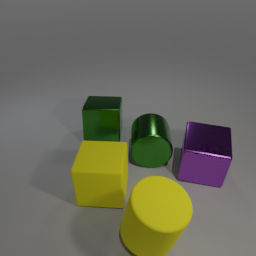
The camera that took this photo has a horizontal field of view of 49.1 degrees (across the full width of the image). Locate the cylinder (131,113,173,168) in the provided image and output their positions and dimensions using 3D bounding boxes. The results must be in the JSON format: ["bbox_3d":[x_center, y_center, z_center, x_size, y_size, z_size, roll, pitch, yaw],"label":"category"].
[{"bbox_3d":[0.801,0.420,9.795,1.400,1.400,1.400,1,34,1],"label":"cylinder"}]

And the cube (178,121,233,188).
[{"bbox_3d":[2.437,0.824,8.957,1.400,1.400,1.400,9,43,10],"label":"cube"}]

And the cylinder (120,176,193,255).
[{"bbox_3d":[0.611,2.081,6.525,1.400,1.400,1.400,8,42,-7],"label":"cylinder"}]

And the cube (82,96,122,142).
[{"bbox_3d":[-0.963,-0.367,10.994,1.400,1.400,1.400,2,26,2],"label":"cube"}]

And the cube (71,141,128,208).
[{"bbox_3d":[-0.763,1.347,8.289,1.400,1.400,1.400,2,34,5],"label":"cube"}]
